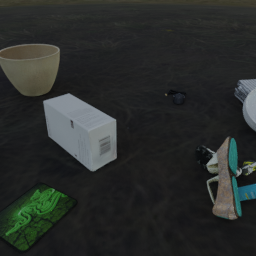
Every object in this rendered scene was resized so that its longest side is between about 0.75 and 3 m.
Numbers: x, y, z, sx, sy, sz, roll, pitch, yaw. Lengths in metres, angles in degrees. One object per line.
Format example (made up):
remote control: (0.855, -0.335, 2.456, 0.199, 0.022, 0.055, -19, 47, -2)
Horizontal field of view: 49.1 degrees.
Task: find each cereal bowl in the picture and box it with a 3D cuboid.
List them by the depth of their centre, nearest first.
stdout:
cereal bowl: (5.217, -0.524, 10.320, 2.058, 0.857, 2.058, 0, 62, -1)

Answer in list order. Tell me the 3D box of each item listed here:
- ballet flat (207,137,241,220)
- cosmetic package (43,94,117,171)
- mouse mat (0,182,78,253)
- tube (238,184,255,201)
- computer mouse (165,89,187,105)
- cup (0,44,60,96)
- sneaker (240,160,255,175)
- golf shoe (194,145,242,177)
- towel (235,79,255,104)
ballet flat: (2.413, 1.201, 7.205, 0.756, 0.766, 2.250, -12, 47, 30)
cosmetic package: (-1.592, 0.032, 9.131, 1.082, 1.504, 2.666, -25, 37, -37)
mouse mat: (-2.371, 2.114, 6.978, 1.491, 0.070, 1.853, 17, 34, 27)
tube: (3.436, 1.544, 7.046, 1.321, 0.512, 0.333, -21, 27, 29)
computer mouse: (2.167, -1.508, 12.911, 0.964, 0.316, 1.373, 10, 31, 14)
cup: (-4.514, -2.667, 13.250, 2.748, 1.966, 2.748, 0, 30, 0)
sneaker: (3.579, 1.172, 8.401, 0.829, 0.309, 0.351, -9, 24, -32)
golf shoe: (2.677, 1.031, 8.437, 0.742, 0.611, 1.571, -1, 30, -34)
towel: (5.846, -1.331, 12.062, 1.792, 0.926, 2.164, -5, 32, -6)
